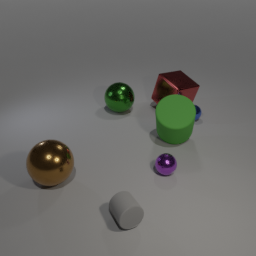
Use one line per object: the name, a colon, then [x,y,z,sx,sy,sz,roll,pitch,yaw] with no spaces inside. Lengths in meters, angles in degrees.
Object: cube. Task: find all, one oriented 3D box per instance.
cube: [2.165,-1.660,12.989,1.400,1.400,1.400,-15,49,-32]

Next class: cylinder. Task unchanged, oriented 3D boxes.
cylinder: [-0.049,2.108,7.230,0.700,0.700,0.700,-13,28,-22]
cylinder: [1.734,-0.291,10.346,1.400,1.400,1.400,-3,64,6]

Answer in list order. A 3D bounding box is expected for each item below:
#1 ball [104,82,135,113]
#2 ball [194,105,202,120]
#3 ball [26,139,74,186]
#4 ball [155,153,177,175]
ball: [-0.391,-1.402,12.912,1.400,1.400,1.400,0,29,0]
ball: [2.877,-0.677,12.316,0.700,0.700,0.700,0,29,0]
ball: [-2.336,1.042,8.461,1.400,1.400,1.400,0,29,0]
ball: [1.219,1.160,8.980,0.700,0.700,0.700,0,29,0]
